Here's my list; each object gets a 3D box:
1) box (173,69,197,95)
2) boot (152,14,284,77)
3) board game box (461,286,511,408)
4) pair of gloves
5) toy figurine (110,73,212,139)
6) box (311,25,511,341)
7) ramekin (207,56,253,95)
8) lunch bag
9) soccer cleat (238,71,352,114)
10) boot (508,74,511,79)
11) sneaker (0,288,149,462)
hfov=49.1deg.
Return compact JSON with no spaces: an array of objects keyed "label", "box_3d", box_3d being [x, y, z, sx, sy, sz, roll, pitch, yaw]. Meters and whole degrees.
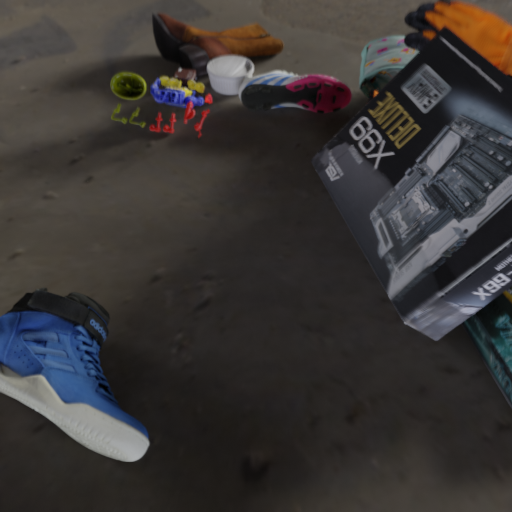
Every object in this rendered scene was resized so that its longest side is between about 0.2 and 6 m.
[{"label":"box","box_3d":[-1.577,-3.816,12.475,0.424,0.517,0.429,7,46,7]},{"label":"boot","box_3d":[-1.020,-5.539,13.938,2.654,0.909,2.499,-26,50,-25]},{"label":"board game box","box_3d":[3.934,0.726,7.981,2.106,0.438,3.114,-8,46,-8]},{"label":"pair of gloves","box_3d":[3.773,-3.151,10.534,2.917,0.405,3.274,25,85,4]},{"label":"toy figurine","box_3d":[-1.883,-3.231,11.904,2.108,1.112,1.263,10,17,6]},{"label":"box","box_3d":[2.721,-1.196,8.228,0.958,3.035,3.849,28,29,-38]},{"label":"ramekin","box_3d":[-0.582,-4.092,12.763,1.067,0.497,1.067,0,44,0]},{"label":"lunch bag","box_3d":[3.275,-3.795,11.881,2.224,1.356,1.894,12,47,4]},{"label":"soccer cleat","box_3d":[0.829,-3.636,12.065,2.409,0.841,1.040,1,45,1]},{"label":"boot","box_3d":[6.435,-3.362,11.549,2.353,0.756,2.193,15,26,10]},{"label":"sneaker","box_3d":[-2.187,1.280,6.964,2.811,1.079,1.564,19,56,27]}]
